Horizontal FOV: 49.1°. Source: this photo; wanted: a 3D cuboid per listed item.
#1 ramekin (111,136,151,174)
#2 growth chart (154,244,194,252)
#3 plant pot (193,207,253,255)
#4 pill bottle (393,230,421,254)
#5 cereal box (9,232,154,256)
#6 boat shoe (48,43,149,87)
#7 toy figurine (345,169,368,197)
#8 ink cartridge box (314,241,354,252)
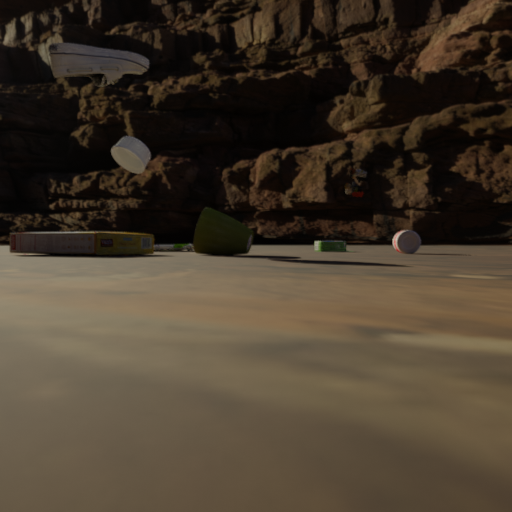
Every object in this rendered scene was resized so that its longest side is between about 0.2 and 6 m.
[{"bbox_3d":[-3.183,-2.613,14.379,0.965,0.471,0.965,22,-26,12],"label":"ramekin"},{"bbox_3d":[-2.791,-0.244,17.215,2.009,0.246,2.777,-1,1,-11],"label":"growth chart"},{"bbox_3d":[-0.635,-0.404,11.762,1.073,1.004,1.004,15,4,10],"label":"plant pot"},{"bbox_3d":[3.593,-0.329,13.456,0.564,0.564,1.005,0,2,7],"label":"pill bottle"},{"bbox_3d":[-3.713,-0.264,11.989,2.497,0.494,1.797,1,2,29],"label":"cereal box"},{"bbox_3d":[-3.098,-3.773,11.282,0.781,0.713,2.171,7,12,38],"label":"boat shoe"},{"bbox_3d":[2.321,-1.721,13.099,0.432,0.621,0.612,17,-2,18],"label":"toy figurine"},{"bbox_3d":[2.287,-0.274,16.308,1.070,0.317,0.555,0,1,-14],"label":"ink cartridge box"}]
